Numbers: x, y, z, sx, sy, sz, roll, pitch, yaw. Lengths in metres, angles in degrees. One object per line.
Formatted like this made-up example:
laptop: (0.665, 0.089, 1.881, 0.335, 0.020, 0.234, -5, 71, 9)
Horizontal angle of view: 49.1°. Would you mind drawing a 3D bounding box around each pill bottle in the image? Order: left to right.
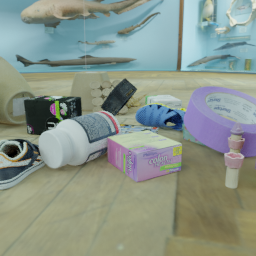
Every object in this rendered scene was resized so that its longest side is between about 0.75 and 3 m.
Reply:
pill bottle: (-1.231, 0.296, 7.366, 1.210, 1.210, 2.024, 11, 19, 36)

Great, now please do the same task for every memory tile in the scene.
memory tile: (-0.925, -1.455, 13.388, 1.664, 0.182, 2.171, -6, 55, -8)

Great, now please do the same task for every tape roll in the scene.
tape roll: (3.073, -0.291, 8.480, 2.616, 0.858, 2.616, 7, 34, -5)

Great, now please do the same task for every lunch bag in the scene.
lunch bag: (2.517, 0.077, 9.178, 1.155, 0.704, 0.984, -17, 21, -33)

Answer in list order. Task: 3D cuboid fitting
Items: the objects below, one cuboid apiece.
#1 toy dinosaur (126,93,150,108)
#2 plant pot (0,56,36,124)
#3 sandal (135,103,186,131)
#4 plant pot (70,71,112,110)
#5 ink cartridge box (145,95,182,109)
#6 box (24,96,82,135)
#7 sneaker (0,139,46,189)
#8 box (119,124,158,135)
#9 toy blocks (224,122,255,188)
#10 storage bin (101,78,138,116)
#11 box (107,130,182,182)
toy dinosaur: (0.200, -1.503, 15.512, 1.286, 0.740, 2.542, 23, 31, 21)
plant pot: (-5.123, -1.333, 11.407, 2.959, 2.771, 2.771, 28, 28, 33)
sandal: (1.406, -0.388, 10.589, 2.369, 0.941, 1.031, 3, 19, 15)
plant pot: (-1.905, -2.067, 14.958, 2.075, 1.839, 2.077, 2, 15, 8)
ink cartridge box: (1.657, -1.080, 13.353, 1.292, 0.744, 1.770, -3, 15, -10)
box: (-2.633, -0.456, 10.018, 1.717, 1.275, 1.067, 4, 16, 14)
sneaker: (-2.570, 0.634, 6.821, 0.861, 0.871, 2.194, 0, 14, 6)
box: (-0.188, 0.236, 9.086, 2.100, 0.419, 1.438, 5, 16, 18)
toy blocks: (3.172, 0.416, 6.224, 1.859, 1.565, 1.737, 6, 16, 21)
storage bin: (-0.293, -0.928, 8.808, 0.780, 0.541, 1.153, -48, 0, -36)
box: (0.378, 0.639, 7.041, 1.292, 0.710, 1.469, -9, 17, -30)
